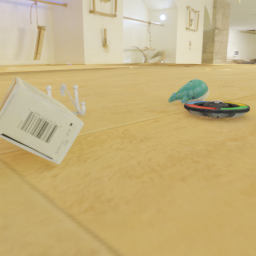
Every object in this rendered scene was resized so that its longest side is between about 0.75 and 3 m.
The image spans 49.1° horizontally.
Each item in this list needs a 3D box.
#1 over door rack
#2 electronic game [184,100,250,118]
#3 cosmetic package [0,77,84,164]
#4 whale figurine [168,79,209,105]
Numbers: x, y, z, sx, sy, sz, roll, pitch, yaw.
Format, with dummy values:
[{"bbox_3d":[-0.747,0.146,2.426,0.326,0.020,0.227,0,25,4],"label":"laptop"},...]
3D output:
[{"bbox_3d":[-2.778,-1.112,9.523,1.973,0.889,2.670,-6,26,-27],"label":"over door rack"},{"bbox_3d":[2.922,-0.697,9.304,2.097,0.436,2.097,1,13,0],"label":"electronic game"},{"bbox_3d":[-2.012,-0.296,6.018,1.386,0.937,2.635,32,-1,-24],"label":"cosmetic package"},{"bbox_3d":[2.297,-1.402,10.892,1.612,0.836,1.282,-6,32,37],"label":"whale figurine"}]
